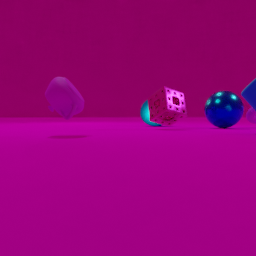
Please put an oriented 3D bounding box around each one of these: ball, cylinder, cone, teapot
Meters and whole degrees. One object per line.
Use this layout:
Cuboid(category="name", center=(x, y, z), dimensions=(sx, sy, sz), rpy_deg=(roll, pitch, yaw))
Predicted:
Cuboid(category="ball", center=(2.891, -0.563, 8.461), dimensions=(1.135, 1.135, 1.135), rpy_deg=(0, 2, 0))
Cuboid(category="cylinder", center=(3.121, -0.658, 5.741), dimensions=(1.090, 1.090, 1.090), rpy_deg=(-34, -14, -10))
Cuboid(category="cone", center=(1.183, -0.366, 10.507), dimensions=(1.219, 1.219, 1.224), rpy_deg=(1, -24, 17))
Cuboid(category="teapot", center=(-1.235, -0.557, 5.244), dimensions=(0.776, 0.611, 1.248), rpy_deg=(49, 4, -45))

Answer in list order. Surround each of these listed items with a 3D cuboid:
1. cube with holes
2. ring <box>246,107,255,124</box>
Cuboid(category="cube with holes", center=(1.085, -0.583, 7.776), dimensions=(0.734, 0.734, 0.734), rpy_deg=(13, -30, -31))
Cuboid(category="ring", center=(4.380, -0.474, 8.772), dimensions=(1.277, 0.255, 1.277), rpy_deg=(-1, -26, 0))
